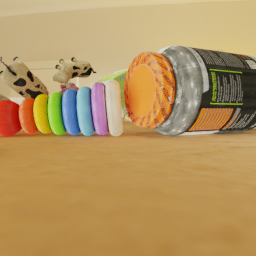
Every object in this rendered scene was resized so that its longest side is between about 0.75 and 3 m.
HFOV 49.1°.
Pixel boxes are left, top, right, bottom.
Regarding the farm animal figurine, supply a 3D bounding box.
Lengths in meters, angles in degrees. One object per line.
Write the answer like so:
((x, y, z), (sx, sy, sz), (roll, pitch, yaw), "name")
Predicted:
((-1.861, -0.837, 6.249), (2.097, 2.121, 1.106), (26, 9, -45), "farm animal figurine")

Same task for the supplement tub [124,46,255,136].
((1.503, -0.754, 5.929), (2.920, 1.789, 1.789), (-1, 4, -29), "supplement tub")

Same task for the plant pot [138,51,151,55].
((1.142, -0.978, 8.368), (2.439, 1.637, 2.439), (20, -1, 0), "plant pot")

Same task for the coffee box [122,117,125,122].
((-0.596, -0.472, 11.362), (0.692, 0.482, 1.210), (1, 4, 15), "coffee box")

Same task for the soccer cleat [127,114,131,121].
((0.692, -0.851, 12.384), (0.891, 1.106, 2.597), (2, 4, 28), "soccer cleat")

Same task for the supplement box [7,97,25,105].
((-4.216, -0.575, 9.452), (2.520, 0.927, 1.588), (-1, 3, -15), "supplement box")

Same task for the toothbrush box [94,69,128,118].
((-0.275, -1.265, 9.976), (0.798, 1.350, 1.854), (-6, 21, 28), "toothbrush box")

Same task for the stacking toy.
((-1.428, -0.306, 5.548), (2.611, 1.114, 1.114), (-4, 4, 0), "stacking toy")
